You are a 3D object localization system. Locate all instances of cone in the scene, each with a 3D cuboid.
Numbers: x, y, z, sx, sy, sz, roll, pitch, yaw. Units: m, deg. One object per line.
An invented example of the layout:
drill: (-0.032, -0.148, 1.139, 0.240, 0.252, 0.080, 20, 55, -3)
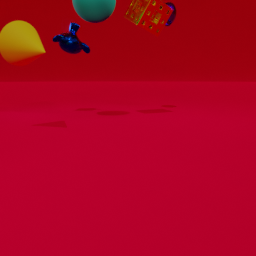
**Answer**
cone: (-2.461, -2.051, 7.178, 1.188, 1.184, 1.184, 25, 24, 35)

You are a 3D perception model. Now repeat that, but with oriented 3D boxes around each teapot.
teapot: (1.505, -4.735, 11.516, 0.732, 1.495, 0.929, 1, -28, -21)

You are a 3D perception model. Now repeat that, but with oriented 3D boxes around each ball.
ball: (-1.078, -4.089, 8.940, 1.382, 1.382, 1.382, 0, 10, 0)

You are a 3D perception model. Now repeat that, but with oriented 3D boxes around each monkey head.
monkey head: (-2.163, -3.453, 10.859, 1.523, 1.096, 0.918, 12, 32, -31)

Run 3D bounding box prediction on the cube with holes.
cube with holes: (0.695, -3.990, 9.723, 1.021, 1.021, 1.021, 13, 26, -40)
